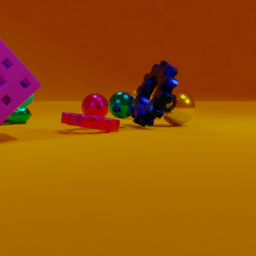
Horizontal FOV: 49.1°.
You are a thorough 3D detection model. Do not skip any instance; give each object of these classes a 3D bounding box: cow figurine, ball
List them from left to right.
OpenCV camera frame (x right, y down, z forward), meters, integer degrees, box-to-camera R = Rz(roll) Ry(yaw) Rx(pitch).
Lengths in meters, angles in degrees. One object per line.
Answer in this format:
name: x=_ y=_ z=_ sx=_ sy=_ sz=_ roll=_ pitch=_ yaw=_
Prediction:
cow figurine: x=-3.723 y=-0.463 z=8.838 sx=1.367 sy=0.750 sz=1.345 roll=3 pitch=-2 yaw=-27
ball: x=-3.777 y=-1.160 z=9.749 sx=0.949 sy=0.949 sz=0.949 roll=0 pitch=6 yaw=0
ball: x=-1.214 y=-0.775 z=10.384 sx=1.026 sy=1.026 sz=1.026 roll=0 pitch=6 yaw=0
ball: x=-0.174 y=-0.657 z=8.054 sx=0.800 sy=0.800 sz=0.800 roll=0 pitch=6 yaw=0
ball: x=1.498 y=-0.611 z=8.500 sx=1.071 sy=1.071 sz=1.071 roll=0 pitch=6 yaw=0

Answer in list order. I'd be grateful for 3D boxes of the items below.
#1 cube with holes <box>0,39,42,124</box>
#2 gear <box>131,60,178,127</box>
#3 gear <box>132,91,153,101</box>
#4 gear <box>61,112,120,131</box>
cube with holes: x=-2.843 y=-0.845 z=5.387 sx=1.374 sy=1.374 sz=1.374 roll=4 pitch=49 yaw=53
gear: x=0.712 y=-0.973 z=8.031 sx=0.353 sy=1.908 sz=1.908 roll=23 pitch=-3 yaw=-21
gear: x=0.775 y=-0.962 z=11.344 sx=1.410 sy=0.261 sz=1.410 roll=32 pitch=-21 yaw=14
gear: x=-0.947 y=-0.171 z=7.143 sx=1.469 sy=0.272 sz=1.469 roll=8 pitch=3 yaw=0
